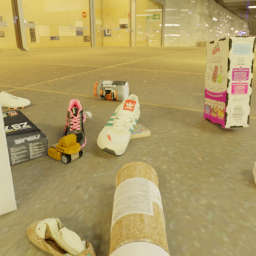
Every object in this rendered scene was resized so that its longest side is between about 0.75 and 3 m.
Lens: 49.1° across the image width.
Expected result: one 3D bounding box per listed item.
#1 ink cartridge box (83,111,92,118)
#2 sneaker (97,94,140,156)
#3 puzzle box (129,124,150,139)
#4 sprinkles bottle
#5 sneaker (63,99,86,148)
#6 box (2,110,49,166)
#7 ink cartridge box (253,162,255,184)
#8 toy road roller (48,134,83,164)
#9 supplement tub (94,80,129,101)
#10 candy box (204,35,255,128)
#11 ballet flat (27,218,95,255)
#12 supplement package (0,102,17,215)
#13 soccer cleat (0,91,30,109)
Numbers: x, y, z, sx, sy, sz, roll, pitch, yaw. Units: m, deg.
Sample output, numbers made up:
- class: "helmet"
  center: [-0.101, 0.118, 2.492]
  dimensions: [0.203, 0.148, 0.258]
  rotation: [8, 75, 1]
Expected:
- class: "ink cartridge box"
  center: [-1.834, -0.599, 10.864]
  dimensions: [0.661, 0.204, 0.816]
  rotation: [4, -17, 10]
- class: "sneaker"
  center: [-0.201, -0.231, 8.517]
  dimensions: [0.915, 1.214, 2.598]
  rotation: [20, 29, 5]
- class: "puzzle box"
  center: [0.015, 0.135, 9.531]
  dimensions: [1.280, 0.163, 0.852]
  rotation: [-8, 21, -21]
- class: "sprinkles bottle"
  center: [0.165, 1.543, 4.669]
  dimensions: [0.920, 0.920, 2.696]
  rotation: [0, 21, 1]
- class: "sneaker"
  center: [-1.690, -0.180, 8.838]
  dimensions: [0.755, 0.912, 1.911]
  rotation: [-2, 44, -9]
- class: "box"
  center: [-3.999, 0.401, 7.823]
  dimensions: [2.810, 0.690, 2.265]
  rotation: [-16, 35, -36]
- class: "ink cartridge box"
  center: [3.315, 1.137, 6.596]
  dimensions: [0.580, 0.338, 0.802]
  rotation: [6, 21, 16]
- class: "toy road roller"
  center: [-1.741, 0.499, 7.767]
  dimensions: [0.973, 0.711, 0.598]
  rotation: [15, 25, 34]
- class: "supplement tub"
  center: [-0.813, -1.825, 13.646]
  dimensions: [1.570, 0.962, 0.962]
  rotation: [5, 21, 13]
- class: "candy box"
  center: [3.479, -1.617, 9.872]
  dimensions: [0.898, 2.945, 2.008]
  rotation: [-3, 12, -6]
- class: "ballet flat"
  center: [-1.103, 1.785, 4.577]
  dimensions: [1.647, 0.538, 0.581]
  rotation: [15, 26, 35]
- class: "supplement package"
  center: [-3.296, 0.429, 5.503]
  dimensions: [1.337, 2.412, 1.879]
  rotation: [-16, 26, -37]
- class: "soccer cleat"
  center: [-5.320, -1.259, 12.452]
  dimensions: [1.893, 0.734, 0.656]
  rotation: [2, 21, 4]
